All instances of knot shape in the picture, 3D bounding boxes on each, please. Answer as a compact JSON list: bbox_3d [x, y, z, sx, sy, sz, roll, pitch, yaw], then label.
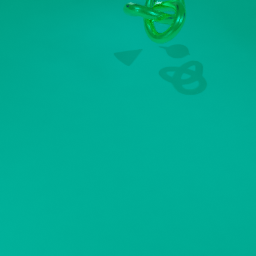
[{"bbox_3d":[0.815,-2.796,6.920,1.671,0.772,1.564,-19,61,-8],"label":"knot shape"}]
